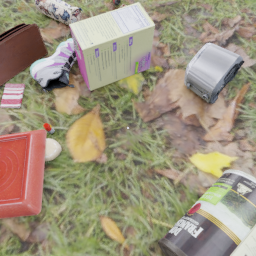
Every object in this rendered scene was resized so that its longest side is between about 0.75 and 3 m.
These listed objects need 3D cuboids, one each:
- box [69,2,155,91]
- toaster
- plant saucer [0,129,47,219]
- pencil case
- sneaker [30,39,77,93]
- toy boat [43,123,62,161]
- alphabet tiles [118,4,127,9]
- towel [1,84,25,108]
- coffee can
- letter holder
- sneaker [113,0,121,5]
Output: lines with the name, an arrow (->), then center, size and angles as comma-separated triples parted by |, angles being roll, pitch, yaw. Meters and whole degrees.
box -> -0.566, -3.048, 10.754 | 2.754, 2.423, 1.332 | -22, 65, -11
toaster -> 3.297, -2.245, 10.921 | 1.554, 1.367, 2.405 | 36, 75, 19
plant saucer -> -4.263, 1.452, 9.245 | 2.954, 0.542, 2.949 | -9, 63, 9
pencil case -> -3.182, -5.420, 12.749 | 2.299, 1.028, 0.894 | 30, 62, 15
sneaker -> -2.464, -2.329, 11.154 | 2.531, 0.984, 1.770 | -38, 66, -1
toy boat -> -2.897, 0.529, 10.030 | 1.161, 0.642, 1.381 | 2, 71, 6
alphabet tiles -> -0.161, -5.443, 13.319 | 0.870, 0.039, 1.041 | 30, 67, 14
towel -> -4.598, -1.301, 11.171 | 0.804, 0.127, 1.116 | 0, 63, 1
coffee can -> 2.645, 2.956, 7.853 | 2.985, 2.184, 2.184 | -40, 70, -19
letter holder -> -4.771, -3.250, 11.223 | 1.260, 1.780, 2.505 | 41, 71, 19
sneaker -> -0.641, -6.479, 13.588 | 0.681, 0.493, 1.395 | 6, 61, 2
